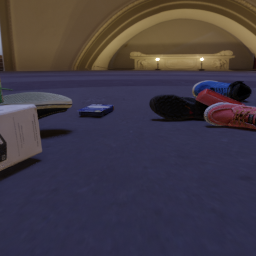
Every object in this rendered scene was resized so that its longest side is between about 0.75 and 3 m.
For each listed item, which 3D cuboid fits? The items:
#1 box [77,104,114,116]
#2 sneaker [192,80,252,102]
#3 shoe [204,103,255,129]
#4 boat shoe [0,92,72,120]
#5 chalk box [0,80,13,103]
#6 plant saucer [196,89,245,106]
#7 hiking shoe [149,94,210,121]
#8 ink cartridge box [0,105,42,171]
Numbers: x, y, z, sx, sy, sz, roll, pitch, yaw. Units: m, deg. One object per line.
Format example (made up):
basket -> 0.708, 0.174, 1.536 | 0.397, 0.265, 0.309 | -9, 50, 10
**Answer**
box -> -1.058, -0.579, 9.284 | 0.827, 0.221, 1.365 | 3, 13, 15
sneaker -> 4.052, -1.590, 11.949 | 2.365, 0.908, 1.316 | 5, 5, -8
shoe -> 2.963, -0.310, 7.328 | 1.773, 0.633, 0.806 | 2, 9, -8
boat shoe -> -2.606, -0.268, 6.442 | 2.723, 0.848, 1.016 | -16, 26, -29
chalk box -> -2.785, -0.763, 5.509 | 0.965, 0.597, 0.600 | -9, 8, -21
plant saucer -> 2.996, -0.778, 8.728 | 1.675, 0.308, 1.678 | 25, 19, 11
hiking shoe -> 1.602, -0.602, 8.623 | 2.039, 0.772, 1.026 | 7, 4, -8
ink cartridge box -> -2.681, 0.254, 4.273 | 1.586, 0.915, 2.186 | 1, 13, 23
